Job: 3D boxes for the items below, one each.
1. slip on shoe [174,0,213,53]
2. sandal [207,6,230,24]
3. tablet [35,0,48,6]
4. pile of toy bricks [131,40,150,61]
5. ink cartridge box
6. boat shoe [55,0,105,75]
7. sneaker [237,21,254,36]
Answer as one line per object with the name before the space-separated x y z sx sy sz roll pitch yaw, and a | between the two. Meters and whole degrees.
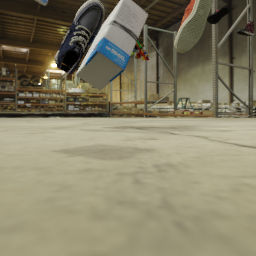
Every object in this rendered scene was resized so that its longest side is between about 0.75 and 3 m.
slip on shoe | 2.228 -3.690 9.805 0.849 2.292 0.701 23 1 -26
sandal | 3.614 -4.501 11.135 0.434 0.260 1.156 42 -23 -14
tablet | -1.969 -3.332 5.779 0.095 1.397 0.909 -10 -22 42
pile of toy bricks | 0.237 -3.477 12.368 0.749 1.517 0.842 -38 -16 35
ink cartridge box | -0.588 -3.150 10.582 1.203 2.854 2.083 31 -27 -19
boat shoe | -1.456 -2.780 8.779 0.929 2.488 1.154 25 19 -26
sneaker | 4.364 -3.715 10.350 0.909 0.525 0.344 -4 13 -38
